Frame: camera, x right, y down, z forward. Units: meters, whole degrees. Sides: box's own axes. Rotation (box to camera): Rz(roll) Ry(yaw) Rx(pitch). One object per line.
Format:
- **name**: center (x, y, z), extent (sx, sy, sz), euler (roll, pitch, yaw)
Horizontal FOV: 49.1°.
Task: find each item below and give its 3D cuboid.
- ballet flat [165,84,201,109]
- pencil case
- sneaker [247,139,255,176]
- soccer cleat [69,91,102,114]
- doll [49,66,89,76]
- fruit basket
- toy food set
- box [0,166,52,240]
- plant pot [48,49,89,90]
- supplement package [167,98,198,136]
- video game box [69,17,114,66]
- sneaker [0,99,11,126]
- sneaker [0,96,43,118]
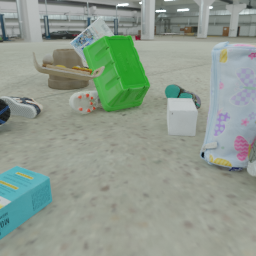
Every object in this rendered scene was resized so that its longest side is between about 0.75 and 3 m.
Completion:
- **ballet flat**: center (2.116, -1.122, 10.714), extent (0.768, 0.768, 2.135), euler (-6, 22, -16)
- **pencil case**: center (2.270, -0.473, 6.127), extent (1.212, 2.673, 1.111), euler (3, 15, -1)
- **sneaker**: center (3.246, 0.465, 5.531), extent (1.379, 1.081, 2.776), euler (22, 19, 27)
- **soccer cleat**: center (-1.504, -0.976, 10.135), extent (0.884, 0.790, 2.280), euler (5, 14, 25)
- **doll**: center (-3.003, -3.218, 15.985), extent (2.854, 0.692, 1.947), euler (-13, 26, -30)
- **fruit basket**: center (-0.522, -1.906, 10.746), extent (2.041, 2.829, 2.829), euler (-13, 25, -34)
- **toy food set**: center (-1.573, -1.627, 7.276), extent (1.743, 0.526, 1.250), euler (6, 4, -19)
- **box**: center (-2.248, 1.339, 4.282), extent (0.881, 0.526, 2.140), euler (11, 24, 27)
- **plant pot**: center (-3.000, -2.963, 13.837), extent (2.038, 1.768, 2.038), euler (-1, 22, 0)
- **supplement package**: center (1.574, -0.351, 8.347), extent (0.786, 0.776, 1.296), euler (2, 21, 5)
- **video game box**: center (-1.237, -3.364, 11.819), extent (1.670, 1.834, 0.429), euler (-42, 23, -5)
- **sneaker**: center (-4.858, -0.170, 7.857), extent (2.909, 1.101, 1.120), euler (-9, 3, -25)
- **sneaker**: center (-3.671, -0.754, 9.671), extent (1.565, 0.614, 0.621), euler (19, 31, 16)
